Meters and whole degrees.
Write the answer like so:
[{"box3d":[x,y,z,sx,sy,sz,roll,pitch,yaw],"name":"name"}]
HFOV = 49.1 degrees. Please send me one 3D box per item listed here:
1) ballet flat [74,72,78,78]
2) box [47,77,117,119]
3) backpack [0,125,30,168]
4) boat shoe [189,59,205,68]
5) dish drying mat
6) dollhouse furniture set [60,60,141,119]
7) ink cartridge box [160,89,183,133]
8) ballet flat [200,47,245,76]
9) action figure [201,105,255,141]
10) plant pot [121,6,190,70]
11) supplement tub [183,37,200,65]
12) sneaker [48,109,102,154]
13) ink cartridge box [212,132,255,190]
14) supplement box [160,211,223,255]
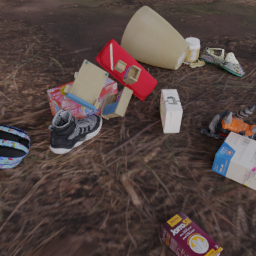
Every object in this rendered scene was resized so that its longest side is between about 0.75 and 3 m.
[{"box3d":[-2.002,-2.405,12.928,1.012,0.363,0.363,5,40,5],"name":"ballet flat"},{"box3d":[-1.681,-1.117,10.720,2.403,1.147,1.198,-27,46,-28],"name":"box"},{"box3d":[-3.990,0.609,8.660,1.704,1.147,1.556,13,34,-26],"name":"backpack"},{"box3d":[3.466,-3.242,13.902,0.921,0.351,0.330,-21,41,-26],"name":"boat shoe"},{"box3d":[0.015,-2.167,10.837,1.035,2.695,0.245,-51,33,3],"name":"dish drying mat"},{"box3d":[-1.045,-1.503,9.528,2.135,1.393,2.015,26,76,-24],"name":"dollhouse furniture set"},{"box3d":[1.548,-0.623,10.245,0.585,1.012,1.391,-1,40,-1],"name":"ink cartridge box"},{"box3d":[4.592,-3.322,13.527,0.892,0.892,2.480,-28,48,-30],"name":"ballet flat"},{"box3d":[3.713,-0.121,9.206,2.266,1.185,2.192,8,3,-4],"name":"action figure"},{"box3d":[1.475,-4.027,13.540,2.728,2.554,2.554,34,48,12],"name":"plant pot"},{"box3d":[3.144,-3.848,14.016,0.822,1.136,0.822,0,40,0],"name":"supplement tub"},{"box3d":[-1.728,-0.146,9.470,0.840,1.267,2.226,28,47,29],"name":"sneaker"},{"box3d":[3.864,1.118,8.351,2.262,0.761,1.314,25,46,27],"name":"ink cartridge box"},{"box3d":[1.454,2.704,6.612,0.713,0.553,1.292,-27,47,-28],"name":"supplement box"}]
